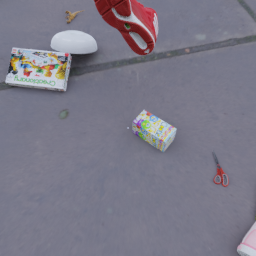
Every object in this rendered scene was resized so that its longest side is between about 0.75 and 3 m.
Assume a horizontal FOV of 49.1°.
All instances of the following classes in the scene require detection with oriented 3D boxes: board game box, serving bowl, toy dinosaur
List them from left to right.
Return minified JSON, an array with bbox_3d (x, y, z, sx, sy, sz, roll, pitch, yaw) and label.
[{"bbox_3d":[-3.255,-2.141,10.248,2.162,0.374,1.365,6,81,4],"label":"board game box"},{"bbox_3d":[-2.504,-5.074,12.611,0.563,0.320,1.059,37,69,-3],"label":"toy dinosaur"},{"bbox_3d":[-2.069,-3.388,10.812,1.787,0.588,1.787,6,30,-3],"label":"serving bowl"},{"bbox_3d":[0.820,0.085,8.894,1.236,0.636,0.648,32,62,20],"label":"board game box"}]

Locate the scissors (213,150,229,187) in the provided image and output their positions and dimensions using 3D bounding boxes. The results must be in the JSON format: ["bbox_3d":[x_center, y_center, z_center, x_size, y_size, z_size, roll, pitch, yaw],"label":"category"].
[{"bbox_3d":[2.801,1.202,8.498,0.440,0.084,1.204,5,55,6],"label":"scissors"}]

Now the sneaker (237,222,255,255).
[{"bbox_3d":[4.051,3.123,6.664,2.496,0.939,1.305,29,66,23],"label":"sneaker"}]

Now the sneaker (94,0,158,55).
[{"bbox_3d":[-0.002,-3.264,7.706,0.949,2.423,1.399,-19,29,31],"label":"sneaker"}]
